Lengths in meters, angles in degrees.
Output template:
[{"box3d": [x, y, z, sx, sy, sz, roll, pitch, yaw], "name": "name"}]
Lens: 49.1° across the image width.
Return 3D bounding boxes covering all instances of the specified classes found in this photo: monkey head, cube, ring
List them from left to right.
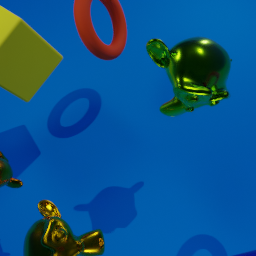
[{"box3d": [-2.239, 0.739, 4.407, 0.772, 1.073, 0.647, -43, 52, 19], "name": "monkey head"}, {"box3d": [-2.313, -1.473, 5.568, 1.201, 1.201, 1.201, 37, 88, 35], "name": "cube"}, {"box3d": [-1.068, 1.965, 4.593, 1.195, 1.001, 1.661, 2, 71, -32], "name": "monkey head"}, {"box3d": [-0.586, -2.453, 6.500, 0.349, 1.747, 1.747, -3, 58, 33], "name": "ring"}, {"box3d": [0.972, -0.800, 4.472, 1.776, 1.277, 1.070, 2, 70, -34], "name": "monkey head"}]

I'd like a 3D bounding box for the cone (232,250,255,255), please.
[{"box3d": [1.441, 2.215, 4.053, 1.320, 1.315, 1.315, 15, 64, 4], "name": "cone"}]
